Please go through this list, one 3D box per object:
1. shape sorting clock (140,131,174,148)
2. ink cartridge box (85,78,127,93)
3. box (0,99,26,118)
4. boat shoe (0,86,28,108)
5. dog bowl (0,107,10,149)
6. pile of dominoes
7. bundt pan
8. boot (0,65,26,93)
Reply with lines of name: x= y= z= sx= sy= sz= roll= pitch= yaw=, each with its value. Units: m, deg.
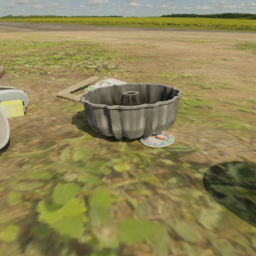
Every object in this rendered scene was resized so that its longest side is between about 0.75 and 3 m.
shape sorting clock: x=0.780 y=0.276 z=7.438 sx=0.902 sy=0.177 sz=0.902 roll=0 pitch=23 yaw=0
ink cartridge box: x=-0.721 y=-1.268 z=10.258 sx=1.031 sy=0.595 sz=1.411 roll=23 pitch=39 yaw=32
box: x=-4.020 y=-0.571 z=9.036 sx=1.332 sy=0.501 sz=0.334 roll=-14 pitch=26 yaw=-28
boat shoe: x=-4.832 y=-0.959 z=9.180 sx=2.850 sy=1.052 sz=0.973 roll=-14 pitch=30 yaw=-31
dog bowl: x=-3.401 y=-0.114 z=6.335 sx=0.497 sy=1.695 sz=1.695 roll=-24 pitch=19 yaw=14
pile of dominoes: x=-1.349 y=-1.478 z=11.590 sx=1.956 sy=0.400 sz=2.509 roll=19 pitch=37 yaw=31
bundt pan: x=0.100 y=-0.494 z=7.979 sx=2.849 sy=1.069 sz=2.849 roll=-2 pitch=19 yaw=1
boot: x=-4.861 y=-1.819 z=10.936 sx=0.614 sy=1.278 sz=1.749 roll=15 pitch=27 yaw=31
